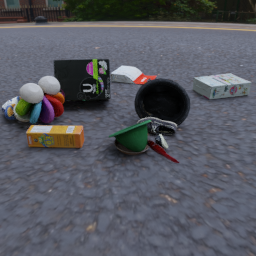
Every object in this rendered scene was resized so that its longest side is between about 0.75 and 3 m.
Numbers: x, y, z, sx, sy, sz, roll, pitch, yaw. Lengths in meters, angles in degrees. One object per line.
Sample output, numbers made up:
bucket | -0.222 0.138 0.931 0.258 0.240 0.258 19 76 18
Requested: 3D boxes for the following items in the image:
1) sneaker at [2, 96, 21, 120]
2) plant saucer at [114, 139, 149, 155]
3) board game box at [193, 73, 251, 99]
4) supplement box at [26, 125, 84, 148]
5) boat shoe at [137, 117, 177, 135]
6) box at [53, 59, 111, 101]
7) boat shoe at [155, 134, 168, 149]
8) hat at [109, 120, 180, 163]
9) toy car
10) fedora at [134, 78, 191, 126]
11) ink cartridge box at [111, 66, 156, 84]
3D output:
sneaker | -4.831 -0.716 11.519 0.752 0.642 1.707 -18 25 2
plant saucer | 0.130 0.560 9.173 1.166 0.187 1.166 3 28 -2
board game box | 4.654 -2.110 14.033 2.248 0.723 1.659 -9 28 -15
supplement box | -2.401 0.286 9.331 1.789 0.595 0.615 1 28 3
boat shoe | 1.039 -0.036 10.066 1.456 0.529 0.457 7 24 5
box | -1.985 -2.093 12.449 2.360 1.753 1.467 -2 5 -5
boat shoe | 1.076 0.478 9.133 0.306 0.367 0.983 -31 15 5
hat | 0.364 0.681 8.929 1.451 1.542 1.752 -23 2 -21
toy car | -3.325 -0.886 10.888 1.516 1.769 2.021 45 41 4
fedora | 1.322 -0.892 10.918 2.118 2.118 0.967 3 -5 5
ink cartridge box | 0.367 -3.074 16.177 2.260 0.534 1.809 8 27 18
